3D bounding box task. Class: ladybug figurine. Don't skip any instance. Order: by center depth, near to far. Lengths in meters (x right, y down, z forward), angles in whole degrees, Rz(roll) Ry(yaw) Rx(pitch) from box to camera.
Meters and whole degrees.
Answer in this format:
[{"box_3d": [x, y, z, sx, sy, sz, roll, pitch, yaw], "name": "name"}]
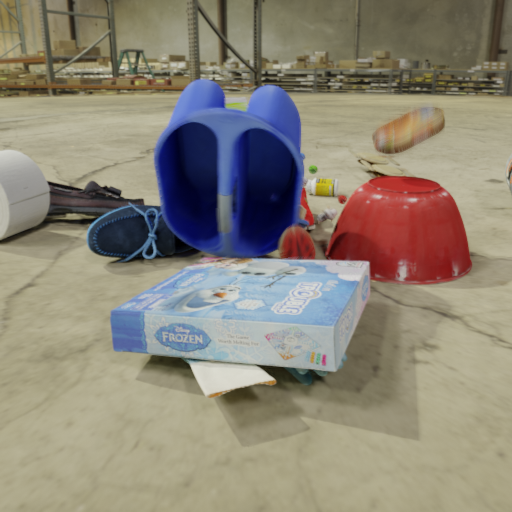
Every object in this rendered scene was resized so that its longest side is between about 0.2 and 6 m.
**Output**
[{"box_3d": [0.707, -0.073, 9.544, 0.609, 0.897, 0.323, -17, 24, 1], "name": "ladybug figurine"}]

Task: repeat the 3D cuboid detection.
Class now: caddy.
[{"box_3d": [-0.405, -1.274, 9.378, 2.366, 3.347, 1.757, 6, 52, 3], "name": "caddy"}]

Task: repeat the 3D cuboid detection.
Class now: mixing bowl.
[{"box_3d": [2.678, -0.647, 10.424, 2.703, 1.464, 2.703, 0, 20, 0], "name": "mixing bowl"}]

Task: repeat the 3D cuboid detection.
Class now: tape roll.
[{"box_3d": [-5.351, -1.240, 11.566, 1.737, 1.737, 1.193, 8, 22, 20], "name": "tape roll"}]

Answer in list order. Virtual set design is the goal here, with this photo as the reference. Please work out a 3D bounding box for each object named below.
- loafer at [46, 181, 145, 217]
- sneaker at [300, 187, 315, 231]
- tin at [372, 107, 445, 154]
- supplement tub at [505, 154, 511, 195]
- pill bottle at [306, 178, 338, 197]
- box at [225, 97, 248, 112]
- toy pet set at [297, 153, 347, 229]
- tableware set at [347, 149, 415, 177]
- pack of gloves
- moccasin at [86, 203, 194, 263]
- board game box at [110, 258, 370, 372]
[{"box_3d": [-3.967, -1.364, 12.660, 2.911, 0.917, 1.046, 1, 1, -6], "name": "loafer"}, {"box_3d": [0.839, -1.196, 12.557, 0.789, 0.870, 2.048, -3, 29, -7], "name": "sneaker"}, {"box_3d": [2.855, -2.339, 10.460, 1.431, 0.300, 0.801, -28, 31, -7], "name": "tin"}, {"box_3d": [6.836, -1.810, 13.260, 1.598, 1.598, 2.608, 6, 21, 17], "name": "supplement tub"}, {"box_3d": [1.764, -1.833, 14.949, 0.821, 0.462, 0.462, 4, 21, 12], "name": "pill bottle"}, {"box_3d": [-0.512, -2.580, 11.967, 0.786, 1.397, 0.708, -13, -5, -34], "name": "box"}, {"box_3d": [0.836, -1.008, 10.773, 1.274, 1.364, 0.724, -38, 19, 34], "name": "toy pet set"}, {"box_3d": [3.751, -2.651, 17.180, 1.525, 0.462, 2.307, 8, 24, -14], "name": "tableware set"}, {"box_3d": [-0.046, 1.284, 7.007, 1.835, 0.431, 2.185, -9, 13, -21], "name": "pack of gloves"}, {"box_3d": [-1.763, -0.531, 10.563, 2.732, 1.099, 0.932, -15, 21, -32], "name": "moccasin"}, {"box_3d": [-0.021, 0.624, 7.547, 2.746, 0.599, 2.760, 2, 14, 18], "name": "board game box"}]
